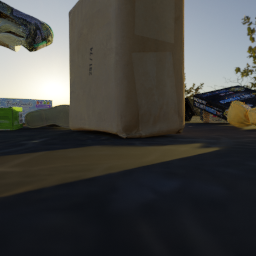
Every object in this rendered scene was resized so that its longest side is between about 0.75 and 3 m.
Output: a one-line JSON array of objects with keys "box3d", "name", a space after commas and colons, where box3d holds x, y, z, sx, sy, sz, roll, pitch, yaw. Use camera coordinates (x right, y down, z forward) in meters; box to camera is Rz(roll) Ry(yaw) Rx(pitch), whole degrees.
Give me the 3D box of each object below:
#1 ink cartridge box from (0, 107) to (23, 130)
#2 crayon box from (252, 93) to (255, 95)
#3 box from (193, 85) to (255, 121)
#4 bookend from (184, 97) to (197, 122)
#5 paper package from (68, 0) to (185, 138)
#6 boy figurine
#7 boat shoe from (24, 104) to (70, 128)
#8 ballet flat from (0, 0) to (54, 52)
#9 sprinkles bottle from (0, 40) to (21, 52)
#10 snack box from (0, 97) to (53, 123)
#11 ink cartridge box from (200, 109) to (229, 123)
[{"box3d": [-3.387, -0.232, 6.724, 1.455, 0.551, 1.075, -2, 4, -9], "name": "ink cartridge box"}, {"box3d": [3.461, -0.188, 3.841, 2.851, 0.724, 1.810, 0, 3, -14], "name": "crayon box"}, {"box3d": [4.231, -0.973, 10.840, 2.458, 0.611, 2.439, -12, 24, -20], "name": "box"}, {"box3d": [2.647, -0.645, 13.540, 0.553, 1.192, 1.200, 3, 48, 46], "name": "bookend"}, {"box3d": [-0.187, -1.228, 5.445, 1.387, 2.682, 2.556, -1, 2, -29], "name": "paper package"}, {"box3d": [3.747, -0.346, 7.180, 1.473, 0.763, 2.369, -6, 8, -40], "name": "boy figurine"}, {"box3d": [-1.862, -0.312, 7.567, 1.759, 0.639, 0.552, -4, 5, 8], "name": "boat shoe"}, {"box3d": [-3.187, -2.675, 7.133, 2.762, 0.993, 0.993, 28, 13, 19], "name": "ballet flat"}, {"box3d": [-4.187, -2.908, 8.985, 1.424, 0.486, 0.486, 19, 2, -3], "name": "sprinkles bottle"}, {"box3d": [-4.672, -0.678, 11.167, 2.496, 1.002, 2.960, -1, 4, -36], "name": "snack box"}, {"box3d": [4.120, -0.584, 12.117, 1.861, 0.699, 1.533, 2, 5, 10], "name": "ink cartridge box"}]
